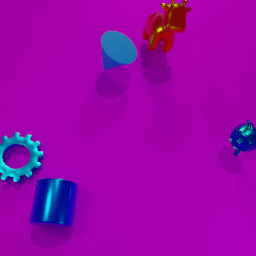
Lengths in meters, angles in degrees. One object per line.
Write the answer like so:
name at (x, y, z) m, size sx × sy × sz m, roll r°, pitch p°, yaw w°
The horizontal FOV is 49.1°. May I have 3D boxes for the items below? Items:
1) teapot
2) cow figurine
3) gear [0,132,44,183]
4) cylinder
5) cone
teapot at (2.733, 0.232, 6.616) m, size 0.555 × 1.133 × 0.705 m, roll -20°, pitch 43°, yaw -35°
cow figurine at (1.014, -2.931, 7.790) m, size 0.900 × 1.613 × 1.639 m, roll 0°, pitch 43°, yaw -19°
gear at (-2.750, 0.729, 6.944) m, size 1.234 × 0.228 × 1.234 m, roll 5°, pitch 66°, yaw -11°
cylinder at (-1.636, 1.687, 6.248) m, size 0.939 × 0.939 × 0.939 m, roll 3°, pitch 65°, yaw 1°
cone at (-0.477, -1.944, 7.896) m, size 1.071 × 1.075 × 1.071 m, roll 14°, pitch 59°, yaw -25°
